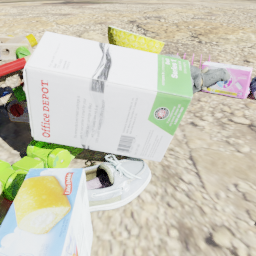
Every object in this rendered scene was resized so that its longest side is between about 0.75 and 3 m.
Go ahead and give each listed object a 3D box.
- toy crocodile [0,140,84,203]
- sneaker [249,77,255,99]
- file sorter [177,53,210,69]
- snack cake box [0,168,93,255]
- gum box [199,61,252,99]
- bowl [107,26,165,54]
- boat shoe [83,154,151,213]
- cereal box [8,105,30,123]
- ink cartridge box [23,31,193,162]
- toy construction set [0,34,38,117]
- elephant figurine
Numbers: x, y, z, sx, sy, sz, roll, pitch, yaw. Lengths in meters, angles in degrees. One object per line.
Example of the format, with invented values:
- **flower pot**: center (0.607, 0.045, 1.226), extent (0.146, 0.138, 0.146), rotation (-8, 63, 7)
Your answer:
- **toy crocodile**: center (-2.091, 0.952, 6.106), extent (0.962, 0.880, 2.850), rotation (16, 29, 27)
- **sneaker**: center (5.356, -1.523, 10.440), extent (1.615, 0.614, 1.167), rotation (0, 33, 2)
- **file sorter**: center (2.768, -2.682, 12.123), extent (1.480, 0.928, 1.029), rotation (7, 31, 12)
- **snack cake box**: center (-1.097, 1.940, 3.581), extent (0.903, 1.545, 2.687), rotation (0, 30, 1)
- **gum box**: center (3.660, -1.807, 10.472), extent (1.823, 1.035, 0.603), rotation (15, 30, 24)
- **bowl**: center (0.201, -3.646, 12.997), extent (2.680, 1.442, 2.680), rotation (16, 19, -6)
- **boat shoe**: center (-0.676, 1.110, 5.675), extent (2.651, 0.850, 0.977), rotation (-14, 33, -24)
- **cereal box**: center (-2.504, -0.715, 9.128), extent (2.186, 0.432, 1.573), rotation (5, 36, 9)
- **ink cartridge box**: center (-0.410, -0.513, 5.493), extent (2.757, 2.014, 1.163), rotation (11, 49, -5)
- **toy construction set**: center (-2.655, -1.725, 7.690), extent (2.277, 2.471, 2.963), rotation (-27, 22, -19)
- **elephant figurine**: center (1.706, -1.567, 9.504), extent (2.284, 2.083, 2.944), rotation (46, 38, 6)
